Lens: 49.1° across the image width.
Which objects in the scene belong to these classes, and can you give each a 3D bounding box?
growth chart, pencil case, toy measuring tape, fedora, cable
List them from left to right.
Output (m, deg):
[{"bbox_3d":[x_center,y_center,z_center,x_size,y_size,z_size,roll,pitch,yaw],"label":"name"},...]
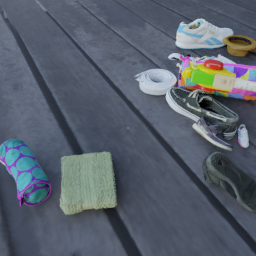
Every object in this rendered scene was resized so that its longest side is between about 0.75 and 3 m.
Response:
[{"bbox_3d":[-2.592,1.065,6.928,0.826,0.760,1.787,-21,45,-32],"label":"pencil case"},{"bbox_3d":[1.074,-1.683,10.255,1.343,0.465,1.343,-31,51,-32],"label":"cable"},{"bbox_3d":[3.307,-2.516,11.384,2.315,0.205,1.675,-17,44,-18],"label":"growth chart"},{"bbox_3d":[3.119,-1.739,9.722,2.877,1.271,1.271,11,43,9],"label":"pencil case"},{"bbox_3d":[3.040,-1.501,8.477,2.728,1.003,1.003,12,43,9],"label":"toy measuring tape"},{"bbox_3d":[4.828,-3.552,12.243,1.497,0.611,1.497,-1,40,1],"label":"fedora"}]

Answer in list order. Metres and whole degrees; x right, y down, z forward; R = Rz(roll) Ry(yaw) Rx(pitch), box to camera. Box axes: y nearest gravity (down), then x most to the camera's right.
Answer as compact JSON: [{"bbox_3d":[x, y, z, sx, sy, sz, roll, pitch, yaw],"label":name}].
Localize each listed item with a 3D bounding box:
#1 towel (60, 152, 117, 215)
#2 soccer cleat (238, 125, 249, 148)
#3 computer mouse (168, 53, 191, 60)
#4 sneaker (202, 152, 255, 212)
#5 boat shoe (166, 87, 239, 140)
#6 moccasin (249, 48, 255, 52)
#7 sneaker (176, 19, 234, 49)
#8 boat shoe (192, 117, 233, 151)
[{"bbox_3d":[-0.985,1.282,6.969,1.377,0.339,1.855,-7,37,-8],"label":"towel"},{"bbox_3d":[3.369,0.221,8.194,0.277,0.342,0.792,4,42,5],"label":"soccer cleat"},{"bbox_3d":[2.225,-3.046,11.972,0.977,0.214,0.536,7,43,7],"label":"computer mouse"},{"bbox_3d":[2.447,1.287,6.754,1.647,0.944,0.630,43,77,5],"label":"sneaker"},{"bbox_3d":[2.316,-0.750,8.876,0.976,0.879,2.761,-27,48,-27],"label":"boat shoe"},{"bbox_3d":[5.600,-3.556,12.440,0.916,0.353,0.335,28,49,28],"label":"moccasin"},{"bbox_3d":[3.572,-4.315,12.733,2.753,1.112,1.053,-9,41,-11],"label":"sneaker"},{"bbox_3d":[2.399,0.130,7.853,0.535,0.482,1.488,20,16,-32],"label":"boat shoe"}]
